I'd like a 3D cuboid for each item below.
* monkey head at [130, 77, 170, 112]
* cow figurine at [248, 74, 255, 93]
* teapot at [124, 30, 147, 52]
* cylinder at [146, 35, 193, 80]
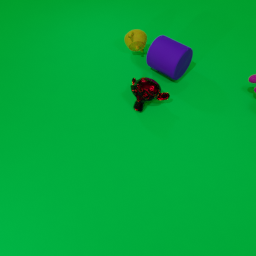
[{"bbox_3d":[0.550,-1.073,8.924,1.428,1.028,0.861,28,36,21],"label":"monkey head"},{"bbox_3d":[4.310,-1.377,8.159,1.517,1.493,0.833,-44,112,-13],"label":"cow figurine"},{"bbox_3d":[0.273,-3.049,9.853,0.805,1.294,0.634,-15,71,22],"label":"teapot"},{"bbox_3d":[1.397,-2.371,9.438,1.147,1.147,1.147,34,64,24],"label":"cylinder"}]
